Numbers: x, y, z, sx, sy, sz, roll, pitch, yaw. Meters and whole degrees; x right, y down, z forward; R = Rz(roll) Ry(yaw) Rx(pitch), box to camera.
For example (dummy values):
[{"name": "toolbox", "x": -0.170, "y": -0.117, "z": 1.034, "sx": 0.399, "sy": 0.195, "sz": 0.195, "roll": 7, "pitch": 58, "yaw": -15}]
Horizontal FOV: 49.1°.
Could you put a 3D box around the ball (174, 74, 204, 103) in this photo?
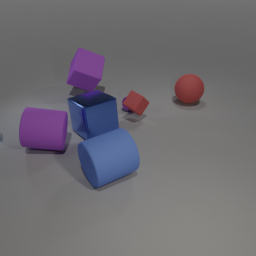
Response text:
[{"name": "ball", "x": 2.941, "y": -1.885, "z": 13.446, "sx": 1.400, "sy": 1.400, "sz": 1.400, "roll": 0, "pitch": 29, "yaw": 0}]

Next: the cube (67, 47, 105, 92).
[{"name": "cube", "x": -2.126, "y": -2.892, "z": 14.075, "sx": 1.400, "sy": 1.400, "sz": 1.400, "roll": 17, "pitch": 63, "yaw": -22}]

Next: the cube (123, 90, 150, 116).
[{"name": "cube", "x": 0.341, "y": -1.041, "z": 11.735, "sx": 0.700, "sy": 0.700, "sz": 0.700, "roll": 33, "pitch": 0, "yaw": 32}]

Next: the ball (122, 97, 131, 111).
[{"name": "ball", "x": 0.062, "y": -1.122, "z": 12.879, "sx": 0.700, "sy": 0.700, "sz": 0.700, "roll": 0, "pitch": 29, "yaw": 0}]

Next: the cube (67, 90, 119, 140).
[{"name": "cube", "x": -1.335, "y": -0.520, "z": 10.864, "sx": 1.400, "sy": 1.400, "sz": 1.400, "roll": -21, "pitch": 30, "yaw": -30}]

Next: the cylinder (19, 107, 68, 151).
[{"name": "cylinder", "x": -2.909, "y": 0.033, "z": 9.812, "sx": 1.400, "sy": 1.400, "sz": 1.400, "roll": 6, "pitch": 28, "yaw": -6}]

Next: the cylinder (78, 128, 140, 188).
[{"name": "cylinder", "x": -0.590, "y": 0.867, "z": 8.365, "sx": 1.400, "sy": 1.400, "sz": 1.400, "roll": -20, "pitch": 34, "yaw": -25}]
